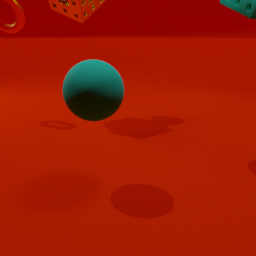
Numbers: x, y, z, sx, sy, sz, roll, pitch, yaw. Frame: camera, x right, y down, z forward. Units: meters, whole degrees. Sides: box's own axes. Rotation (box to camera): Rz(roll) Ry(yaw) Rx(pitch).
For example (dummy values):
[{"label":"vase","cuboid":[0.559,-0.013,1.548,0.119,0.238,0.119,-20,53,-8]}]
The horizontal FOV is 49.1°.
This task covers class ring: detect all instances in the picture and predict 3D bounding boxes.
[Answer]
[{"label":"ring","cuboid":[-3.473,-3.260,7.896,1.204,1.204,0.241,5,43,14]}]

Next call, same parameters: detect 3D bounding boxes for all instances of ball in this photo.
[{"label":"ball","cuboid":[-0.544,-0.590,4.457,0.971,0.971,0.971,0,20,0]}]

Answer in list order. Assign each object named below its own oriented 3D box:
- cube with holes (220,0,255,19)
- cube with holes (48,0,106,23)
[{"label":"cube with holes","cuboid":[3.656,-3.868,7.584,1.371,1.371,1.371,-8,41,-22]},{"label":"cube with holes","cuboid":[-1.436,-3.856,7.644,1.146,1.146,1.146,29,64,16]}]
